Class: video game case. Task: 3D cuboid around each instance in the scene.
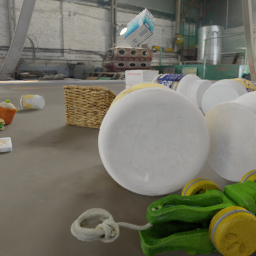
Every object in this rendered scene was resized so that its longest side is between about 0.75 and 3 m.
[{"bbox_3d":[-3.075,0.395,6.211,0.903,0.114,0.992,-6,13,-24],"label":"video game case"}]

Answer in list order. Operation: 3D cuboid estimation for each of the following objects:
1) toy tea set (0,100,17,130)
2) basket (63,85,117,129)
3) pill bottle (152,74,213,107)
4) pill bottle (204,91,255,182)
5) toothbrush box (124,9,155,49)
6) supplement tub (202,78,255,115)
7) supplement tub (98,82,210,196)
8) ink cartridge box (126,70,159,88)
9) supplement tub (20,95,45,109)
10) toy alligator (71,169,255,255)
[{"bbox_3d":[-4.076,-0.478,8.249,1.224,0.762,2.059,14,10,-12],"label":"toy tea set"},{"bbox_3d":[-1.013,-0.724,8.758,1.706,1.271,1.218,6,13,30],"label":"basket"},{"bbox_3d":[2.358,-1.604,12.346,1.514,1.514,2.726,-8,14,-34],"label":"pill bottle"},{"bbox_3d":[2.438,0.069,4.604,2.431,1.408,1.408,-8,14,-33],"label":"pill bottle"},{"bbox_3d":[0.499,-4.183,11.765,1.073,0.625,1.466,-30,35,32],"label":"toothbrush box"},{"bbox_3d":[3.370,-0.890,9.164,1.431,1.431,1.968,9,15,37],"label":"supplement tub"},{"bbox_3d":[0.353,0.024,4.585,1.501,1.501,2.064,0,12,0],"label":"supplement tub"},{"bbox_3d":[0.717,-2.093,14.255,1.219,1.685,1.240,-11,16,-43],"label":"ink cartridge box"},{"bbox_3d":[-4.176,-1.137,12.272,0.869,0.632,0.632,3,12,17],"label":"supplement tub"},{"bbox_3d":[0.785,0.908,2.680,2.570,0.617,0.852,-7,13,-8],"label":"toy alligator"}]
